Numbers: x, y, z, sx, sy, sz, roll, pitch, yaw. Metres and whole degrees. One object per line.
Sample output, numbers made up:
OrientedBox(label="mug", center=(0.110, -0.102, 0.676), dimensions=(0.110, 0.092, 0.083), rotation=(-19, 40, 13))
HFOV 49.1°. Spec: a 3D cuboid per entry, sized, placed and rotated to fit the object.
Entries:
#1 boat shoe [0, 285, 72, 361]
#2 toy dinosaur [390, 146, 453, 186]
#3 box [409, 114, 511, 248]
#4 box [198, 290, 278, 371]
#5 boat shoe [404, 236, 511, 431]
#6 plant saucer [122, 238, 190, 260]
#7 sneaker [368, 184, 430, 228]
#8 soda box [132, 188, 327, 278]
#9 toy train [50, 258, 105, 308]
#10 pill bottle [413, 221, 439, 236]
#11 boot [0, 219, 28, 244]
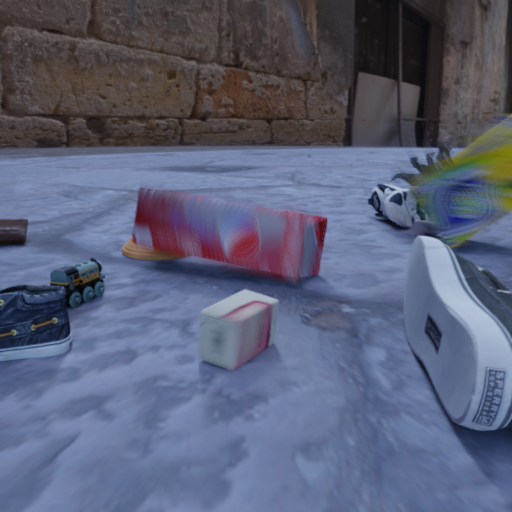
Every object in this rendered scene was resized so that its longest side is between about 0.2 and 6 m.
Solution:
OrientedBox(label="boat shoe", center=(-2.641, 0.673, 5.541), dimensions=(1.534, 0.696, 0.543), rotation=(-6, 15, -22))
OrientedBox(label="toy dinosaur", center=(4.613, -2.121, 14.326), dimensions=(2.243, 1.147, 0.863), rotation=(-22, 14, -8))
OrientedBox(label="box", center=(4.892, -1.904, 9.637), dimensions=(4.259, 1.369, 1.492), rotation=(-38, -10, 27))
OrientedBox(label="box", center=(-0.168, 0.726, 5.637), dimensions=(0.442, 0.519, 0.811), rotation=(14, 19, 28))
OrientedBox(label="boat shoe", center=(2.030, 0.636, 5.307), dimensions=(0.867, 1.051, 3.063), rotation=(7, 20, 2))
OrientedBox(label="plant saucer", center=(-1.729, -0.193, 10.018), dimensions=(1.327, 0.248, 1.327), rotation=(1, 13, 0))
OrientedBox(label="sneaker", center=(3.022, -1.161, 12.692), dimensions=(1.403, 0.860, 2.155), rotation=(9, 16, 36))
OrientedBox(label="soda box", center=(-0.432, -0.390, 8.642), dimensions=(2.870, 0.910, 1.005), rotation=(12, 7, 23))
OrientedBox(label="toy train", center=(-2.302, 0.344, 7.273), dimensions=(0.382, 0.511, 0.897), rotation=(7, 16, 22))
OrientedBox(label="pill bottle", center=(3.456, -0.556, 11.289), dimensions=(0.548, 0.311, 0.311), rotation=(0, 12, -32))
OrientedBox(label="boot", center=(-5.373, -0.535, 10.680), dimensions=(1.805, 0.580, 1.682), rotation=(-13, 31, -33))
